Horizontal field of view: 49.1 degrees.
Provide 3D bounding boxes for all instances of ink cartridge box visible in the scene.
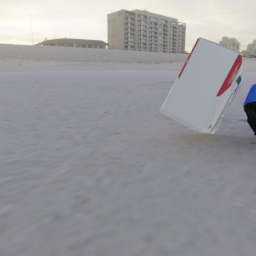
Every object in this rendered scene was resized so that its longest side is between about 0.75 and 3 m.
[{"bbox_3d":[1.859,-0.811,6.545,0.975,1.728,2.354,30,10,22],"label":"ink cartridge box"}]

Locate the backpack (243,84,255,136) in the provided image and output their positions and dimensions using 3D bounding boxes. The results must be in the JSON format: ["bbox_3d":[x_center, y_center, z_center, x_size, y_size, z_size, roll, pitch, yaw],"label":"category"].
[{"bbox_3d":[3.437,-0.506,6.702,1.135,1.173,1.397,-1,-35,46],"label":"backpack"}]
